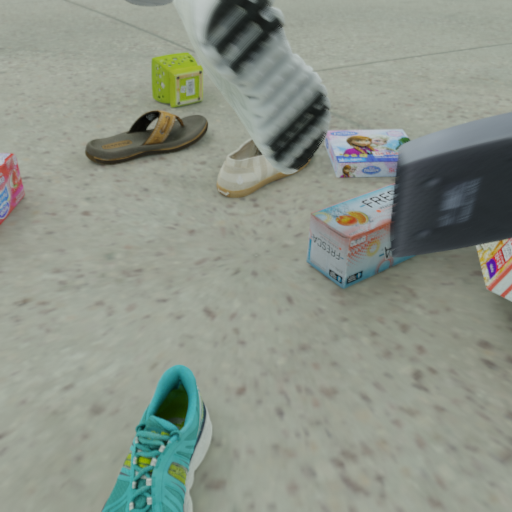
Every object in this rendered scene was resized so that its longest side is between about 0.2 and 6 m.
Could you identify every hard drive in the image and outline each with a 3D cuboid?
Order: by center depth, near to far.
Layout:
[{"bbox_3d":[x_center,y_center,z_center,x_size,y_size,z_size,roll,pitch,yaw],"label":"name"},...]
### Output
[{"bbox_3d":[1.981,-0.610,4.517,1.823,1.230,0.386,-11,51,0],"label":"hard drive"}]

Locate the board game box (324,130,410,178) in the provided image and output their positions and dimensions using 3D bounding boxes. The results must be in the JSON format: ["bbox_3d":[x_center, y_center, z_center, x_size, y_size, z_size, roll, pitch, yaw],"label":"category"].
[{"bbox_3d":[2.452,-2.207,11.910,1.776,0.365,1.772,-2,33,-3],"label":"board game box"}]

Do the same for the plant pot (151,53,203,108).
[{"bbox_3d":[-2.046,-4.667,15.019,1.170,1.176,1.067,-22,45,-30],"label":"plant pot"}]

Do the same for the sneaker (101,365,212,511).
[{"bbox_3d":[-0.958,1.926,5.111,0.848,0.872,2.189,3,34,5],"label":"sneaker"}]

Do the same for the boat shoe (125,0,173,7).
[{"bbox_3d":[-2.223,-4.838,9.198,0.869,0.855,2.411,-18,-7,37],"label":"boat shoe"}]

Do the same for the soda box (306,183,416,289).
[{"bbox_3d":[2.108,-0.490,8.740,2.742,0.938,0.872,-20,39,-29],"label":"soda box"}]

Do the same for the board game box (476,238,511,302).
[{"bbox_3d":[4.100,-0.174,7.594,2.447,0.748,3.230,27,34,-6],"label":"board game box"}]

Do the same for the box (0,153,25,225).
[{"bbox_3d":[-4.825,-1.014,9.590,0.934,0.895,1.874,1,33,1],"label":"box"}]

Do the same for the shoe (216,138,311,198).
[{"bbox_3d":[0.284,-2.033,11.271,1.007,0.769,2.881,21,39,29],"label":"shoe"}]

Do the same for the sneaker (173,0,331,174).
[{"bbox_3d":[0.014,-2.151,6.804,1.118,2.975,1.206,-43,53,-4],"label":"sneaker"}]

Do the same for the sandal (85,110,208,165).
[{"bbox_3d":[-2.362,-2.772,12.372,2.954,0.806,1.207,-18,37,-26],"label":"sandal"}]
